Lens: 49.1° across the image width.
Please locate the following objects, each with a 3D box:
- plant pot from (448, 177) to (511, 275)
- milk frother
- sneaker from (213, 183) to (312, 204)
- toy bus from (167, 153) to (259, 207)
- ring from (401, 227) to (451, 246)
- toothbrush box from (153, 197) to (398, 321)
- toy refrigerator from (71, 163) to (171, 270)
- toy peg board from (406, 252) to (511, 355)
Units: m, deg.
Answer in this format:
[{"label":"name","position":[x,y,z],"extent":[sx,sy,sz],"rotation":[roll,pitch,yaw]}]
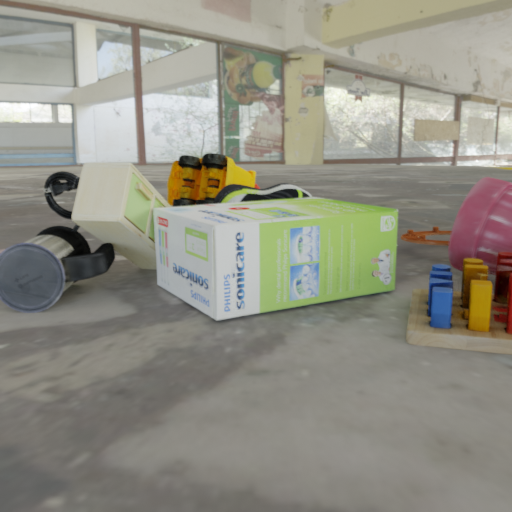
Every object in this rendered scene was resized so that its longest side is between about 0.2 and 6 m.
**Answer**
[{"label":"plant pot","position":[3.556,-0.255,7.728],"extent":[1.255,1.402,1.402],"rotation":[26,25,36]},{"label":"milk frother","position":[-2.656,-0.236,7.209],"extent":[1.329,1.472,1.385],"rotation":[-25,12,1]},{"label":"sneaker","position":[0.343,-0.854,12.593],"extent":[3.063,1.098,1.268],"rotation":[-8,45,-44]},{"label":"toy bus","position":[-1.088,-1.972,16.287],"extent":[2.358,1.600,2.264],"rotation":[6,0,39]},{"label":"ring","position":[3.489,-0.376,10.150],"extent":[1.684,0.162,1.684],"rotation":[-1,10,0]},{"label":"toothbrush box","position":[0.235,-0.100,7.642],"extent":[2.740,1.179,1.995],"rotation":[-8,14,-28]},{"label":"toy refrigerator","position":[-1.686,-0.484,8.033],"extent":[0.762,0.826,2.177],"rotation":[3,-18,14]},{"label":"toy peg board","position":[2.596,0.378,6.145],"extent":[1.721,0.845,1.728],"rotation":[4,12,17]}]
